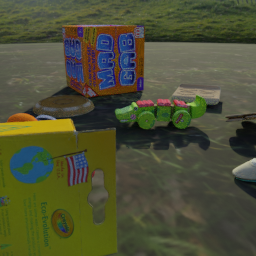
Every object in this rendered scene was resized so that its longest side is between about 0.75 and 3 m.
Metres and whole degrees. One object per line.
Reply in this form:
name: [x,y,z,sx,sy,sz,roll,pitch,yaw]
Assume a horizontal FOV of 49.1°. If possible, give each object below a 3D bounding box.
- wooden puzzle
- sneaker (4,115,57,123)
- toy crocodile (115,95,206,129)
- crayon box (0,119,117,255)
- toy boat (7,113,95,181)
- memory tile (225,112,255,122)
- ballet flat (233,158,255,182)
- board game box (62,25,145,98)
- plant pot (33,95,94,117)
wooden puzzle: [2.826,-1.315,11.476,1.788,0.447,1.931,7,26,18]
sneaker: [-2.709,0.099,7.426,1.728,0.652,0.983,1,21,19]
toy crocodile: [1.015,-0.531,8.707,2.843,0.878,0.960,-1,21,-3]
crayon box: [-1.610,0.894,3.469,2.909,1.847,0.739,-3,15,-16]
toy boat: [-1.824,0.519,4.900,2.429,1.588,1.585,-14,25,-33]
memory tile: [4.179,-0.393,7.922,2.414,0.203,1.851,-6,-1,40]
ballet flat: [3.058,0.770,5.692,1.768,0.614,0.614,1,21,5]
board game box: [-1.175,-3.280,13.108,2.878,2.880,2.877,-11,23,-27]
plant pot: [-2.394,-0.883,10.458,2.257,0.310,2.257,-1,21,0]
